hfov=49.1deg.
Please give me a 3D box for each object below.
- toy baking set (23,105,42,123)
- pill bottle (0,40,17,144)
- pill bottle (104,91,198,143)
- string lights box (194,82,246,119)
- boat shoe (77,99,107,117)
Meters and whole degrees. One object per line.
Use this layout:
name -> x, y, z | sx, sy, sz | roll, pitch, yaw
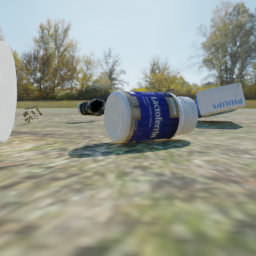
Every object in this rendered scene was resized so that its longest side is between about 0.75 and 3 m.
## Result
toy baking set -> -3.028, -0.465, 8.867 | 0.086, 0.568, 0.740 | 27, 35, 25
pill bottle -> -2.869, -0.489, 3.311 | 2.709, 1.535, 1.535 | 3, 4, -10
pill bottle -> 0.382, -0.186, 4.496 | 1.377, 0.797, 0.797 | -3, 5, -28
string lights box -> 2.973, -0.825, 9.392 | 1.300, 0.746, 2.530 | -11, -3, 11
boat shoe -> -1.062, -0.753, 10.112 | 0.584, 0.621, 1.728 | -16, 0, 31
